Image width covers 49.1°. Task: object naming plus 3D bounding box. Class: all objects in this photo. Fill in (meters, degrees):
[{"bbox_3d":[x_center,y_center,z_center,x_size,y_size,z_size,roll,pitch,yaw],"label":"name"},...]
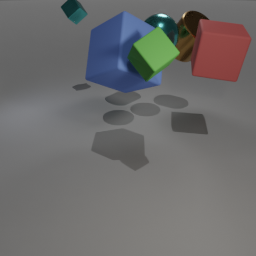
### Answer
[{"bbox_3d":[-0.072,-1.820,7.139,1.400,1.400,1.400,13,-11,-40],"label":"cube"},{"bbox_3d":[-2.303,-5.037,12.022,0.700,0.700,0.700,57,16,13],"label":"cube"},{"bbox_3d":[2.387,-3.534,10.908,1.400,1.400,1.400,9,65,-19],"label":"cylinder"},{"bbox_3d":[1.086,-3.251,9.818,1.400,1.400,1.400,0,28,0],"label":"ball"},{"bbox_3d":[2.838,-2.463,8.840,1.400,1.400,1.400,9,36,4],"label":"cube"},{"bbox_3d":[0.509,-1.527,5.872,0.700,0.700,0.700,-38,0,-13],"label":"cube"}]
